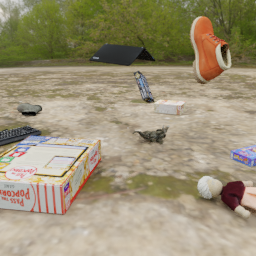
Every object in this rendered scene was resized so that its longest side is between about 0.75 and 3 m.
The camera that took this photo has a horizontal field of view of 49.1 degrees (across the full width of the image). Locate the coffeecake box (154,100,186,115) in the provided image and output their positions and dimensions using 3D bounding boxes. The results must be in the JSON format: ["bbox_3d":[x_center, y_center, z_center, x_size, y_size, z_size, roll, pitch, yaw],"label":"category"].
[{"bbox_3d":[2.125,-1.062,14.167,1.384,0.506,1.062,7,17,23],"label":"coffeecake box"}]

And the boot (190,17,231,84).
[{"bbox_3d":[3.255,-3.234,10.804,1.045,2.786,1.494,3,-14,-28],"label":"boot"}]

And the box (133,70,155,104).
[{"bbox_3d":[0.505,-1.257,8.748,0.227,0.913,0.906,-22,-8,16],"label":"box"}]

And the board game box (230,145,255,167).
[{"bbox_3d":[3.644,0.795,8.126,1.094,0.245,0.736,-8,18,-26],"label":"board game box"}]

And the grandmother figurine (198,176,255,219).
[{"bbox_3d":[2.334,1.355,5.658,1.833,0.555,1.112,9,16,25],"label":"grandmother figurine"}]

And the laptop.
[{"bbox_3d":[-0.147,-2.468,10.170,1.655,0.964,1.867,15,-3,26],"label":"laptop"}]

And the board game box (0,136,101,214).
[{"bbox_3d":[-2.052,0.943,6.826,2.165,0.662,2.858,3,16,10],"label":"board game box"}]

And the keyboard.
[{"bbox_3d":[-4.345,0.256,10.012,1.289,0.275,2.146,11,19,35],"label":"keyboard"}]

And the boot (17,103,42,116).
[{"bbox_3d":[-4.977,-0.878,13.703,1.378,0.467,0.900,2,21,11],"label":"boot"}]

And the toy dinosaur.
[{"bbox_3d":[0.830,0.277,9.700,1.475,0.568,0.755,-10,6,-12],"label":"toy dinosaur"}]
